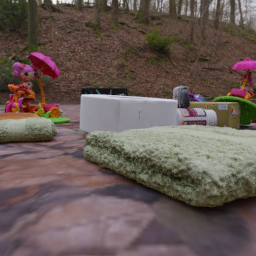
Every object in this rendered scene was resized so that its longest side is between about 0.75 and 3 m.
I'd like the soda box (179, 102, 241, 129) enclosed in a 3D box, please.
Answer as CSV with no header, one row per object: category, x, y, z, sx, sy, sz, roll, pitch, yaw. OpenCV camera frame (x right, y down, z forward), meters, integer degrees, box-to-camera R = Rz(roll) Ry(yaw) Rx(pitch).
soda box,2.057,-0.404,8.570,2.465,0.789,0.835,6,9,41

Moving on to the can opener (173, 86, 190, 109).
can opener,1.449,-0.484,7.722,0.405,1.520,0.508,-7,45,-1

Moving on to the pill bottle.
pill bottle,1.738,-0.213,7.457,1.109,0.633,0.633,-1,6,-15

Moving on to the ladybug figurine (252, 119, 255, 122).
ladybug figurine,4.964,-0.546,10.731,1.732,0.623,1.176,0,6,5

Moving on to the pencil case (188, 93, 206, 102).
pencil case,2.535,-0.840,11.232,1.022,1.110,2.402,22,14,15

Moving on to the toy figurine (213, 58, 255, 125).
toy figurine,3.703,-1.247,8.864,1.441,1.767,1.920,14,-15,33

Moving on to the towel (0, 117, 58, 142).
towel,-2.582,-0.011,6.498,1.740,0.428,2.345,-3,6,-17

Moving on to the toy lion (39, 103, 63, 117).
toy lion,-3.470,-0.772,12.213,1.075,0.385,1.121,27,10,6

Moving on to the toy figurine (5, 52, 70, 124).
toy figurine,-3.494,-1.450,10.218,2.078,2.548,2.768,5,8,43

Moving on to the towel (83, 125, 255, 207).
towel,0.712,0.259,3.517,2.017,0.496,2.718,-4,7,-28

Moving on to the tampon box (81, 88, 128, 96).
tampon box,-0.917,-0.869,10.651,1.708,1.280,1.078,-1,6,-11

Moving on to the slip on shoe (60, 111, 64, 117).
slip on shoe,-3.819,-0.792,13.095,0.798,0.636,2.099,4,7,37

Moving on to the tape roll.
tape roll,0.012,-0.342,6.739,2.336,0.817,2.336,4,8,-1

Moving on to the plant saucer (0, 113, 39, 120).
plant saucer,-3.470,-0.216,8.374,1.877,0.351,1.877,2,10,0
